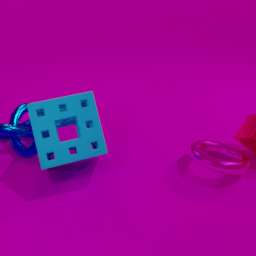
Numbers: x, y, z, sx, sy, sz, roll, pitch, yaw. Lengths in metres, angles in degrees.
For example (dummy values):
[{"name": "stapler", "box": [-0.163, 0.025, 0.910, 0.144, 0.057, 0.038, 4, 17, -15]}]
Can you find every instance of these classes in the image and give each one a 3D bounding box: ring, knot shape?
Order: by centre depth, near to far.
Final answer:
[{"name": "ring", "box": [2.217, 0.686, 6.893, 1.496, 0.299, 1.496, 9, 19, -3]}, {"name": "knot shape", "box": [-2.774, 0.075, 7.690, 1.901, 0.878, 1.779, -26, 40, -35]}]

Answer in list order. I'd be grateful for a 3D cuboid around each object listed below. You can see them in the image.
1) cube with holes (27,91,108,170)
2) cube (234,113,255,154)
[{"name": "cube with holes", "box": [-1.399, 0.106, 6.537, 1.392, 1.392, 1.392, -13, -4, -13]}, {"name": "cube", "box": [3.402, 0.149, 7.157, 0.787, 0.787, 0.787, 36, -9, -5]}]
